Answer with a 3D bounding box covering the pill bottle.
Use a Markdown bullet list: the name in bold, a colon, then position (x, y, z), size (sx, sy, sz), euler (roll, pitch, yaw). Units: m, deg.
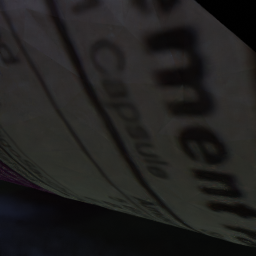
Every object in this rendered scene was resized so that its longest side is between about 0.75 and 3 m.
- **pill bottle**: position (0.097, -0.273, 0.488), size (1.505, 0.845, 0.845), euler (1, 1, 38)
